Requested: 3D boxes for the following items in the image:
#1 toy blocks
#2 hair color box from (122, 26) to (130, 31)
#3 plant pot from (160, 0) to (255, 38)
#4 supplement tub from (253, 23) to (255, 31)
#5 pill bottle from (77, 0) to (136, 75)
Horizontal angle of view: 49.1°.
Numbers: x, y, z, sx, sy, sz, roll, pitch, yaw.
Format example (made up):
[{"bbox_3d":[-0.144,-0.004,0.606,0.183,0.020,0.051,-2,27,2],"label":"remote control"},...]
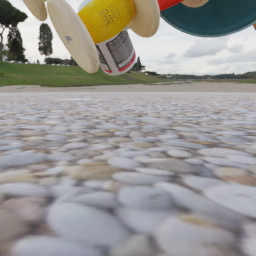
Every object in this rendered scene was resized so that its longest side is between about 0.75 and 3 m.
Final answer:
[{"bbox_3d":[-0.016,-1.954,3.383,2.367,1.973,0.859,-35,-25,-14],"label":"toy blocks"},{"bbox_3d":[-0.520,-2.802,7.224,1.276,0.408,0.708,-14,-24,5],"label":"hair color box"},{"bbox_3d":[1.198,-2.484,4.023,2.021,2.021,1.354,1,31,6],"label":"plant pot"},{"bbox_3d":[2.945,-2.105,5.024,1.325,2.163,1.325,-13,-22,-5],"label":"supplement tub"},{"bbox_3d":[-0.745,-3.305,10.170,1.532,1.532,2.767,3,-25,19],"label":"pill bottle"}]
